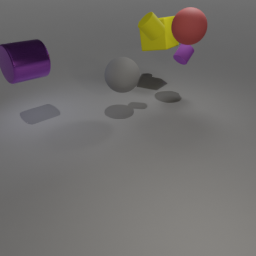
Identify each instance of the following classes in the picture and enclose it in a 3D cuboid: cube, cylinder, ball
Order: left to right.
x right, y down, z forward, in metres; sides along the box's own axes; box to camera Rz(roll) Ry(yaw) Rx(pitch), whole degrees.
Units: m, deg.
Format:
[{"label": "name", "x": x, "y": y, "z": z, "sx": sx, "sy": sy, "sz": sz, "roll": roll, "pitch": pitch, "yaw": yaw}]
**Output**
[{"label": "cylinder", "x": -3.789, "y": -2.440, "z": 10.242, "sx": 1.400, "sy": 1.400, "sz": 1.400, "roll": -23, "pitch": 37, "yaw": -37}, {"label": "ball", "x": -0.229, "y": -2.098, "z": 11.103, "sx": 1.400, "sy": 1.400, "sz": 1.400, "roll": 0, "pitch": 29, "yaw": 0}, {"label": "cylinder", "x": 0.828, "y": -3.597, "z": 9.922, "sx": 0.700, "sy": 0.700, "sz": 0.700, "roll": -34, "pitch": 35, "yaw": 28}, {"label": "cube", "x": 1.523, "y": -4.603, "z": 13.669, "sx": 1.400, "sy": 1.400, "sz": 1.400, "roll": 7, "pitch": 26, "yaw": 33}, {"label": "cylinder", "x": 2.501, "y": -3.327, "z": 12.572, "sx": 0.700, "sy": 0.700, "sz": 0.700, "roll": 28, "pitch": 83, "yaw": 40}, {"label": "ball", "x": 2.417, "y": -4.008, "z": 11.076, "sx": 1.400, "sy": 1.400, "sz": 1.400, "roll": 0, "pitch": 29, "yaw": 0}]
